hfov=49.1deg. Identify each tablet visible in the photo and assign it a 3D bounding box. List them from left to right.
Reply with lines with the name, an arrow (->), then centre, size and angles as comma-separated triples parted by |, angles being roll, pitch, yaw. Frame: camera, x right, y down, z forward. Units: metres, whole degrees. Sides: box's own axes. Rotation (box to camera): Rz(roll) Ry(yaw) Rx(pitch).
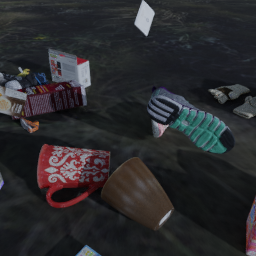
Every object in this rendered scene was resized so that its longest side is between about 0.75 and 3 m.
tablet -> 0.517, -3.357, 8.568 | 0.063, 0.599, 0.921 | 0, 65, 46

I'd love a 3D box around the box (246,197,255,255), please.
box -> 3.694, 2.288, 5.904 | 2.081, 1.068, 0.985 | 12, 35, 17

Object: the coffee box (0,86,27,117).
coffee box -> -3.738, -0.838, 8.481 | 1.151, 0.658, 0.459 | 16, 34, -25

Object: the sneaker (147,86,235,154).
sneaker -> 1.790, -0.327, 7.673 | 2.677, 0.996, 1.172 | 30, 35, -13

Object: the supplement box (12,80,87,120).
supplement box -> -3.254, -1.200, 11.197 | 2.844, 0.866, 1.548 | -15, 23, -21

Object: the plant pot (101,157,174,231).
plant pot -> 0.345, 1.690, 6.765 | 1.466, 1.370, 1.370 | 38, 48, 26

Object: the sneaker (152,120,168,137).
sneaker -> 1.361, -0.368, 10.252 | 1.043, 0.751, 1.995 | -3, 29, 5

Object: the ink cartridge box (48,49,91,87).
ink cartridge box -> -2.780, -2.896, 13.304 | 1.904, 1.672, 0.799 | 22, 39, 28

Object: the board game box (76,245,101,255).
board game box -> -0.944, 3.024, 5.553 | 0.821, 0.209, 1.221 | 22, 39, 30

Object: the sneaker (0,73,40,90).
sneaker -> -5.063, -2.009, 12.656 | 2.693, 1.016, 1.532 | 25, 35, 32

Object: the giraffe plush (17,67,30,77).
giraffe plush -> -4.984, -2.387, 13.470 | 0.848, 0.982, 0.796 | -14, 6, -14

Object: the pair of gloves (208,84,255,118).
pair of gloves -> 4.921, -1.284, 11.979 | 2.079, 0.429, 2.444 | -16, 37, -23

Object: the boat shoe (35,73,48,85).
boat shoe -> -4.229, -2.390, 13.425 | 0.575, 0.705, 1.675 | -23, 42, -23

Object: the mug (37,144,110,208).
mug -> -1.427, 1.283, 7.692 | 1.815, 1.611, 1.211 | 2, -3, -4

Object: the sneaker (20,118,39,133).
sneaker -> -3.596, -0.134, 10.364 | 0.854, 0.331, 0.478 | 37, 43, 29

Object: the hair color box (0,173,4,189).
hair color box -> -4.450, 1.590, 7.412 | 1.857, 0.602, 1.015 | 0, 32, 3
